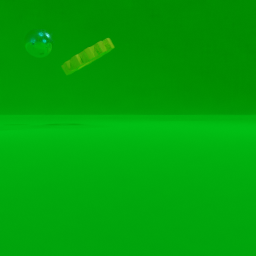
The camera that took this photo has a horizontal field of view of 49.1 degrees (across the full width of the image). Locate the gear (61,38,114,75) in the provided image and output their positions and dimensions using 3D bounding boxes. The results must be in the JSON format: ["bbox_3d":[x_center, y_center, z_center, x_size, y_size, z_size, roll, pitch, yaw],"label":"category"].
[{"bbox_3d":[-1.413,-2.516,9.919,1.938,0.358,1.938,-29,12,7],"label":"gear"}]

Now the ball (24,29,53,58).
[{"bbox_3d":[-2.964,-2.810,9.294,0.922,0.922,0.922,0,3,0],"label":"ball"}]
